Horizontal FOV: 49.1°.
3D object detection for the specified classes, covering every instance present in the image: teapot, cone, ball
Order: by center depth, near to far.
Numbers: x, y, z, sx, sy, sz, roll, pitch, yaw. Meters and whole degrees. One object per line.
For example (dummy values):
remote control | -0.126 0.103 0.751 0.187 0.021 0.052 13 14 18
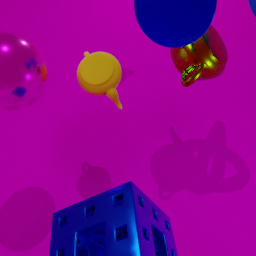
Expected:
cone | 0.775 -1.749 3.853 1.056 1.056 1.060 24 35 15
ball | -1.956 -0.894 4.570 1.287 1.287 1.287 0 57 0
teapot | -0.501 -0.958 5.382 0.847 0.667 1.362 -32 73 -1
teapot | 1.355 -1.515 5.618 1.213 0.955 1.951 39 47 -24

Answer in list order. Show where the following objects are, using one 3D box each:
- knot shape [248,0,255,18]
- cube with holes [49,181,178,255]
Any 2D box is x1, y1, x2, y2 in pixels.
knot shape | 2.563 -2.849 5.058 2.087 0.964 1.953 45 42 -13
cube with holes | -0.138 1.765 3.774 1.289 1.289 1.289 -25 43 16
